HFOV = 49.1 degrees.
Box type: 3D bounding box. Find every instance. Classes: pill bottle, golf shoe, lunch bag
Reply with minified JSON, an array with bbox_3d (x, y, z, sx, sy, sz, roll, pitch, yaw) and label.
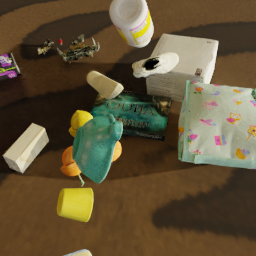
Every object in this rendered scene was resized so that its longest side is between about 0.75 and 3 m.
[{"bbox_3d":[0.157,-2.582,6.962,0.867,1.663,0.867,-1,86,12],"label":"pill bottle"},{"bbox_3d":[0.683,-1.397,6.135,1.156,0.562,0.453,-22,98,-16],"label":"golf shoe"},{"bbox_3d":[2.481,0.046,7.608,2.182,1.562,2.561,7,46,5],"label":"lunch bag"}]

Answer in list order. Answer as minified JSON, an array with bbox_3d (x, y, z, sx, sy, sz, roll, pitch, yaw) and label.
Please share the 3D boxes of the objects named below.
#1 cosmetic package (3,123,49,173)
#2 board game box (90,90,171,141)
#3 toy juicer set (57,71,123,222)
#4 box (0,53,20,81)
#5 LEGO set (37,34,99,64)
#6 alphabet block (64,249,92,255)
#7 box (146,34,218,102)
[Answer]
[{"bbox_3d":[-2.795,0.548,7.772,0.455,0.644,1.244,20,55,15],"label":"cosmetic package"},{"bbox_3d":[0.082,-0.491,8.813,2.382,0.335,1.611,9,52,7],"label":"board game box"},{"bbox_3d":[-0.546,0.123,4.952,0.783,2.876,1.830,12,33,-20],"label":"toy juicer set"},{"bbox_3d":[-4.799,-1.702,9.042,2.394,1.712,0.432,-19,94,-15],"label":"box"},{"bbox_3d":[-2.190,-2.951,10.759,2.505,0.710,1.627,20,50,31],"label":"LEGO set"},{"bbox_3d":[-1.411,3.556,3.847,2.336,2.324,2.379,-5,48,-34],"label":"alphabet block"},{"bbox_3d":[1.776,-1.970,9.259,1.918,1.254,1.908,14,54,19],"label":"box"}]
